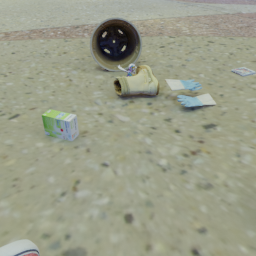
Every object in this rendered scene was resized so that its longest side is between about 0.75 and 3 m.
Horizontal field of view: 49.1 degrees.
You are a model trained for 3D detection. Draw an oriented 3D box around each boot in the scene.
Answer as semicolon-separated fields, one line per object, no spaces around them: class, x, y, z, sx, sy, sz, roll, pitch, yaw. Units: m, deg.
boot;0.183;-1.811;10.627;1.540;0.721;1.982;-6;38;-13

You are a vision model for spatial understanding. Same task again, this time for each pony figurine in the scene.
pony figurine;0.089;-2.156;10.999;0.739;0.888;0.857;-21;38;-27

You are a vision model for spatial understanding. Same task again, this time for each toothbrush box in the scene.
toothbrush box;-1.923;-0.084;7.997;0.933;0.680;0.402;12;35;18

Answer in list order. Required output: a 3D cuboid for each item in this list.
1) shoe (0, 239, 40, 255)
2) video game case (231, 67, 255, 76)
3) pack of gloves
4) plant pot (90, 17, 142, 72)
shoe;-2.024;2.727;3.500;1.210;0.951;2.661;27;47;33
video game case;5.027;-2.463;12.209;0.764;0.088;0.696;-16;36;-23
pack of gloves;2.119;-1.163;9.736;1.543;0.304;1.296;-6;53;-30
plant pot;-0.593;-3.878;12.776;2.232;2.232;2.043;-3;23;-5
